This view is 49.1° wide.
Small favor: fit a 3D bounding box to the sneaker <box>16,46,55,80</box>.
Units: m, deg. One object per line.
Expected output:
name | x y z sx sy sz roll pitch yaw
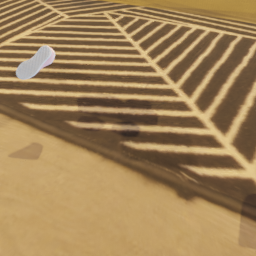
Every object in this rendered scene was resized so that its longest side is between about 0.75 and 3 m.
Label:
sneaker | -2.069 -1.472 6.428 1.008 0.379 0.527 -39 5 9
